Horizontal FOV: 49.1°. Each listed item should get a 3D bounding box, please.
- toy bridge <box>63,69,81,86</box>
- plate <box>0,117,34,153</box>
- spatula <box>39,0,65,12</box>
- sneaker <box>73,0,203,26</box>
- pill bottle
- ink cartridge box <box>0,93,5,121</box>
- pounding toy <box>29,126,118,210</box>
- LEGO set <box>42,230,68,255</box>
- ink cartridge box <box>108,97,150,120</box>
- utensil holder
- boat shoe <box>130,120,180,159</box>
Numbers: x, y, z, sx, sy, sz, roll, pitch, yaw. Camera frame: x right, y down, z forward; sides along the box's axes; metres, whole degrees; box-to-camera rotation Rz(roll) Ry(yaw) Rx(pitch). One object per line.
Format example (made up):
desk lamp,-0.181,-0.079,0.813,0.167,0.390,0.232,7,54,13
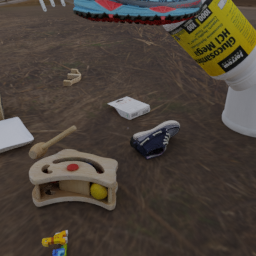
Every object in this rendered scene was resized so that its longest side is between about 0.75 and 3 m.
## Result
toy bridge,-2.572,-2.449,13.407,0.637,0.258,1.895,3,29,0
plate,-3.950,0.313,8.467,1.760,0.285,1.764,-18,34,-30
spatula,-1.617,-2.861,5.509,0.081,1.006,0.699,-1,27,44
sneaker,0.129,-1.566,3.168,1.506,0.720,0.597,3,17,-3
pill bottle,2.061,-2.001,6.346,2.436,1.369,1.369,39,23,-19
ink cartridge box,-5.495,-0.676,9.681,2.150,0.808,1.772,-12,30,-20
pounding toy,-1.392,0.874,6.288,2.499,1.434,1.429,11,27,19
LEGO set,-1.332,2.188,5.044,0.414,0.384,1.008,-3,28,-7
ink cartridge box,0.014,-0.756,10.401,1.028,0.320,1.277,-24,33,-35
utensil holder,4.351,-1.288,9.025,2.157,2.539,2.157,1,29,0
boat shoe,0.979,0.372,8.142,1.733,0.647,0.803,-21,44,-23
